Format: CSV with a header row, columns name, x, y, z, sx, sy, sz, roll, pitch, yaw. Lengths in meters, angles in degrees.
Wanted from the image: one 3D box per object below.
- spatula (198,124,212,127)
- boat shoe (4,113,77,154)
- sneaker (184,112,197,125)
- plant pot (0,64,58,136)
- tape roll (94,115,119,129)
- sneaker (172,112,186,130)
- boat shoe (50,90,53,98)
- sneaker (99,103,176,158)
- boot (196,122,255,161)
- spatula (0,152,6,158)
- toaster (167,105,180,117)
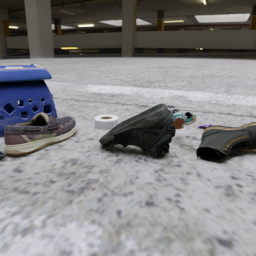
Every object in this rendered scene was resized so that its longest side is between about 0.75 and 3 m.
name,x,y,z,sx,sy,sz,roll,pitch,yaw
spatula,3.311,0.014,10.286,1.485,0.153,0.420,15,15,33
boat shoe,-2.713,-0.022,9.084,1.068,0.962,2.969,10,21,28
sneaker,2.514,-0.460,11.290,0.391,0.438,1.096,10,20,28
plant pot,-4.141,-1.214,10.672,2.527,2.272,2.527,-7,19,-24
tape roll,-0.826,-0.239,10.796,0.943,0.330,0.943,0,17,0
sneaker,1.597,-0.318,9.037,0.453,0.507,1.268,-7,-14,7
boat shoe,-4.266,-1.465,14.161,0.669,0.588,1.880,3,20,5
sneaker,0.310,0.365,8.239,2.486,1.424,0.950,-22,13,28
boot,3.137,0.516,7.911,2.266,0.878,1.567,-5,18,29
spatula,-4.321,0.589,8.370,2.344,0.241,0.662,14,22,34
toaster,1.631,-0.625,11.657,0.810,0.531,0.895,-5,18,-19
